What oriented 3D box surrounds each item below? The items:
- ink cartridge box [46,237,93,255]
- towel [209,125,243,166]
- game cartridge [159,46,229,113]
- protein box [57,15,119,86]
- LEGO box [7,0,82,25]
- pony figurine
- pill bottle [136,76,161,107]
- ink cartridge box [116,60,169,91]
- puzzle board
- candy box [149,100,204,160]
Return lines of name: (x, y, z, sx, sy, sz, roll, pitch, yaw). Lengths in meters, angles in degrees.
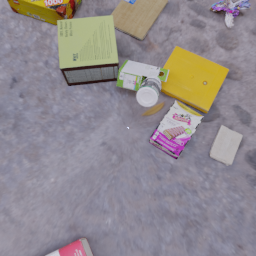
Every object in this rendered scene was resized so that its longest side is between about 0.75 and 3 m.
ink cartridge box: (-2.158, 4.657, 7.670, 2.879, 1.214, 2.084, -24, 73, -8)
towel: (3.337, 0.599, 9.562, 0.827, 0.215, 1.249, 27, 73, 7)
game cartridge: (2.318, -1.813, 10.315, 2.188, 0.355, 1.929, 28, 74, 11)
protein box: (-1.392, -2.747, 10.066, 1.959, 1.322, 1.945, -6, 72, -3)
LEGO box: (-3.234, -5.296, 11.109, 2.487, 0.960, 1.852, 19, 73, 6)
pony figurine: (4.056, -4.733, 11.003, 1.372, 1.143, 1.325, -17, 40, -2)
pill bottle: (0.625, -1.068, 7.924, 0.596, 0.596, 1.055, 17, 33, 5)
ink cartridge box: (0.534, -1.762, 9.769, 1.620, 0.614, 1.197, 15, 33, 5)
puzzle board: (0.385, -4.689, 11.331, 1.673, 0.193, 2.219, 29, 73, 10)
candy box: (1.647, 0.052, 9.572, 1.156, 0.517, 1.695, 32, 74, 11)
